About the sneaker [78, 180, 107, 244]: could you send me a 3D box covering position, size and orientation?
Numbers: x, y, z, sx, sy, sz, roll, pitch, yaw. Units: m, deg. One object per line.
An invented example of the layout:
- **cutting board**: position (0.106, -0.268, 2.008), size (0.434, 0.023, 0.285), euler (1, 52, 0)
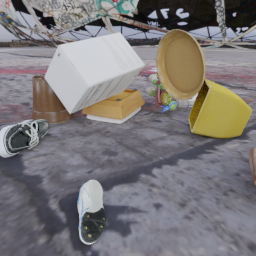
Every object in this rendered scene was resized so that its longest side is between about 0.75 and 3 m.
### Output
- **sneaker**: position (-0.713, 1.573, 5.207), size (0.504, 0.508, 1.401), euler (27, 26, -19)

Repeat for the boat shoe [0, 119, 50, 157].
- **boat shoe**: position (-2.959, 0.217, 8.239), size (0.765, 0.827, 2.239), euler (-11, 9, 10)

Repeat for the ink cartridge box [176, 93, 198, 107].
- **ink cartridge box**: position (2.703, -1.288, 12.628), size (0.978, 0.415, 0.712), euler (-1, 42, 1)

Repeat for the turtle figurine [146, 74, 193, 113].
- **turtle figurine**: position (1.749, -1.492, 11.702), size (1.937, 1.394, 1.879), euler (-41, 52, -4)

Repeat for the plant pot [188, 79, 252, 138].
- **plant pot**: position (3.104, -0.541, 9.365), size (1.627, 1.580, 1.591), euler (18, 21, 2)

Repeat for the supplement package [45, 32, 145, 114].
- **supplement package**: position (-1.110, -1.969, 9.737), size (2.818, 1.647, 1.653), euler (-29, -9, -42)

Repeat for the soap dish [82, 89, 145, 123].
- **soap dish**: position (-0.541, -0.991, 11.351), size (1.761, 0.909, 2.238), euler (9, 24, 23)

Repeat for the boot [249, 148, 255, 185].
- **boot**: position (3.850, 0.586, 5.876), size (2.170, 1.042, 2.968), euler (-20, 0, 28)

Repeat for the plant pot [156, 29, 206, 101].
- **plant pot**: position (1.860, -2.194, 9.846), size (0.337, 2.455, 2.455), euler (-19, 27, -28)

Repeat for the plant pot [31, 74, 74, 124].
- **plant pot**: position (-2.978, -1.193, 10.882), size (1.667, 1.651, 1.667), euler (0, 19, 0)
